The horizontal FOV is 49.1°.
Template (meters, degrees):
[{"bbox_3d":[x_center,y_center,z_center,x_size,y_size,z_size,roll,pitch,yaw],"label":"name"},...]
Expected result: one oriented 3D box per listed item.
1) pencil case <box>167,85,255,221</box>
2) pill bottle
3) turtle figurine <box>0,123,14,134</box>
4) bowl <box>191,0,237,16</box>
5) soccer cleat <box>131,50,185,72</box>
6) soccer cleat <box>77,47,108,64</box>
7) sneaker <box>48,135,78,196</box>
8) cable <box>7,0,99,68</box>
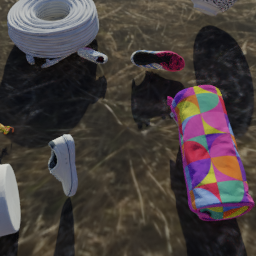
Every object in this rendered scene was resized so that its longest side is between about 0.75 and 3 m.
[{"bbox_3d":[1.689,0.461,6.073,1.302,1.302,2.946,-4,56,-3],"label":"pencil case"},{"bbox_3d":[-3.515,1.551,5.074,2.742,1.566,1.566,-10,56,-14],"label":"pill bottle"},{"bbox_3d":[-3.084,-0.050,6.672,0.669,0.829,0.267,36,84,-1],"label":"turtle figurine"},{"bbox_3d":[2.658,-4.170,9.050,1.790,0.840,1.790,19,19,-7],"label":"bowl"},{"bbox_3d":[0.843,-1.964,8.090,1.563,0.675,0.546,6,100,-10],"label":"soccer cleat"},{"bbox_3d":[-1.035,-2.083,8.081,0.911,0.318,0.393,15,33,-3],"label":"soccer cleat"},{"bbox_3d":[-1.364,0.809,5.720,0.513,1.448,0.529,-14,29,-28],"label":"sneaker"},{"bbox_3d":[-2.329,-3.326,8.724,2.793,0.967,2.794,-33,60,-22],"label":"cable"}]
